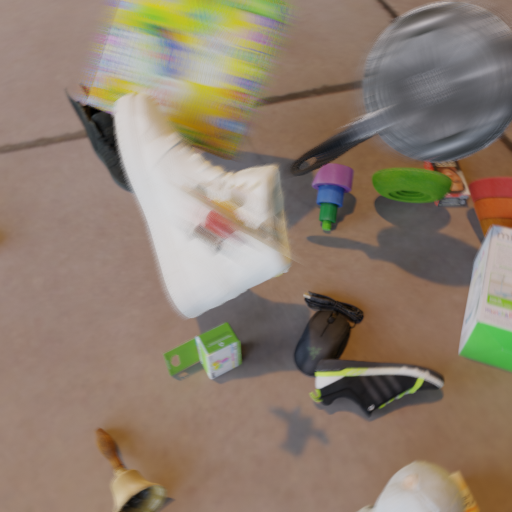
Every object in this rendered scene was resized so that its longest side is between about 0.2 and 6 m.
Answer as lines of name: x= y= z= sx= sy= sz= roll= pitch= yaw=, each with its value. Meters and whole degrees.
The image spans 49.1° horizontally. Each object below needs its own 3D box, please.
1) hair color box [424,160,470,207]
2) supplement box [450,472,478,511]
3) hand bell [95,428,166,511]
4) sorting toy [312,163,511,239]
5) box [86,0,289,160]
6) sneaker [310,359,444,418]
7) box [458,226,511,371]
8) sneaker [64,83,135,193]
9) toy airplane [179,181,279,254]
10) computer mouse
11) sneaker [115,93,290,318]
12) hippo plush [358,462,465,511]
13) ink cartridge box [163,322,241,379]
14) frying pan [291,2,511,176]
hair color box: x=3.928 y=-1.581 z=11.582 sx=0.619 sy=0.373 sz=1.219 roll=-2 pitch=52 yaw=-1
supplement box: x=2.635 y=3.528 z=7.502 sx=0.642 sy=0.375 sz=1.019 roll=-13 pitch=52 yaw=-11
hand bell: x=-1.948 y=2.967 z=7.890 sx=0.764 sy=0.764 sz=1.467 roll=-29 pitch=46 yaw=-21
sorting toy: x=3.171 y=-0.754 z=10.635 sx=4.340 sy=1.505 sz=1.495 roll=7 pitch=84 yaw=9
box: x=-1.098 y=-3.281 z=9.421 sx=2.485 sy=2.580 sz=1.574 roll=22 pitch=11 yaw=-4
sneaker: x=1.850 y=2.061 z=8.641 sx=2.025 sy=0.726 sz=0.838 roll=4 pitch=80 yaw=2
box: x=4.778 y=0.847 z=9.137 sx=2.390 sy=1.156 sz=2.109 roll=16 pitch=53 yaw=12
sneaker: x=-3.045 y=-2.460 z=11.670 sx=0.766 sy=1.330 sz=2.550 roll=-33 pitch=58 yaw=-22
toy airplane: x=-0.255 y=-0.382 z=5.420 sx=0.878 sy=0.619 sz=0.874 roll=23 pitch=12 yaw=-36
computer mouse: x=1.102 y=1.251 z=9.299 sx=1.083 sy=0.412 sz=1.565 roll=19 pitch=54 yaw=13
sneaker: x=-0.641 y=-1.065 z=7.975 sx=1.976 sy=1.259 sz=3.419 roll=-24 pitch=81 yaw=16
hippo plush: x=2.233 y=3.845 z=6.573 sx=2.879 sy=2.294 sz=2.315 roll=-58 pitch=41 yaw=10
ink cartridge box: x=-0.821 y=1.610 z=8.762 sx=1.106 sy=0.818 sz=0.419 roll=-25 pitch=57 yaw=-17
frying pan: x=1.946 y=-2.405 z=8.335 sx=3.670 sy=2.220 sz=0.597 roll=-2 pitch=17 yaw=28
